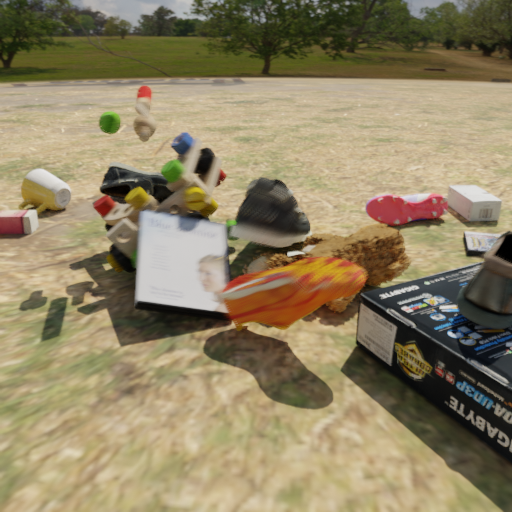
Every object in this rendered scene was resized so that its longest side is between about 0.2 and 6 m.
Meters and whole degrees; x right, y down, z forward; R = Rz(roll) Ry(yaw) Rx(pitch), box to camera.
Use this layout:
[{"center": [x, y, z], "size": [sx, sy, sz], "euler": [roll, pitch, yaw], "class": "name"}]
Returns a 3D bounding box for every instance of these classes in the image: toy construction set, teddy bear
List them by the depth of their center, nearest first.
[{"center": [1.080, 0.255, 8.797], "size": [2.606, 0.870, 1.890], "euler": [-21, 23, -27], "class": "teddy bear"}, {"center": [-1.655, -1.048, 9.295], "size": [2.527, 3.030, 2.328], "euler": [-13, 29, -2], "class": "toy construction set"}]

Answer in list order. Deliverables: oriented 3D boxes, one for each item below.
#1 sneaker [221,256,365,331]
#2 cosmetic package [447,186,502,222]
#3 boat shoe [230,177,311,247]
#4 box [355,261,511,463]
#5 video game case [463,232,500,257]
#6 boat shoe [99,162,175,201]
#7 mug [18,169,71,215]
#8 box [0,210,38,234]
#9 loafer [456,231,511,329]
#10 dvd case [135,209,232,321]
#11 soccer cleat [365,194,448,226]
[{"center": [0.505, 0.523, 7.277], "size": [2.068, 0.798, 0.755], "euler": [-13, 19, 37], "class": "sneaker"}, {"center": [4.874, -1.202, 12.604], "size": [0.688, 0.501, 1.354], "euler": [-2, 23, -5], "class": "cosmetic package"}, {"center": [0.444, -0.817, 10.241], "size": [1.182, 1.113, 3.291], "euler": [10, 6, 13], "class": "boat shoe"}, {"center": [3.447, 0.959, 6.844], "size": [3.511, 0.808, 2.791], "euler": [-11, 25, -26], "class": "box"}, {"center": [4.456, -0.202, 10.619], "size": [0.940, 0.133, 1.041], "euler": [6, 23, 14], "class": "video game case"}, {"center": [-2.610, -1.552, 13.373], "size": [2.395, 0.860, 0.810], "euler": [15, 62, 17], "class": "boat shoe"}, {"center": [-4.783, -1.355, 12.854], "size": [0.892, 1.086, 0.870], "euler": [21, -4, 24], "class": "mug"}, {"center": [-4.905, -0.692, 11.474], "size": [0.718, 0.391, 0.459], "euler": [-1, 22, -2], "class": "box"}, {"center": [3.244, 0.070, 6.781], "size": [0.906, 0.793, 2.522], "euler": [25, 33, 31], "class": "loafer"}, {"center": [-1.072, 0.097, 8.429], "size": [1.406, 0.173, 1.970], "euler": [9, 42, -17], "class": "dvd case"}, {"center": [3.191, -1.036, 12.109], "size": [2.004, 0.669, 0.766], "euler": [-6, 9, -17], "class": "soccer cleat"}]
